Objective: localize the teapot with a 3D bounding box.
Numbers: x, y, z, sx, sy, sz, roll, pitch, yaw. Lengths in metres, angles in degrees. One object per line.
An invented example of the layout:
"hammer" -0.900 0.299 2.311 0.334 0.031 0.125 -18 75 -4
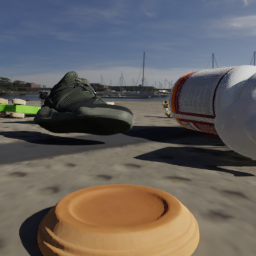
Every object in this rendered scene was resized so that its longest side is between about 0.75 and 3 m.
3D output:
"teapot" 1.991 0.001 3.906 1.407 1.027 1.389 -26 -13 -13

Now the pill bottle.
"pill bottle" 2.250 -0.580 6.261 1.540 1.540 2.810 -3 8 -23

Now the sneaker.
"sneaker" -0.835 -0.562 5.723 2.367 1.356 0.905 2 -24 37

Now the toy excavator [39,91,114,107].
"toy excavator" -1.699 -0.736 9.583 2.104 1.081 2.164 1 7 12

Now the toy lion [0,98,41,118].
"toy lion" -4.574 -0.812 12.399 2.243 0.770 2.150 6 1 39

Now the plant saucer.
"plant saucer" -0.061 0.610 1.932 1.079 0.202 1.079 -1 7 0

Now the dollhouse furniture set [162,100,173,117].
"dollhouse furniture set" 2.181 -0.697 11.714 1.498 0.776 0.663 4 -32 32
